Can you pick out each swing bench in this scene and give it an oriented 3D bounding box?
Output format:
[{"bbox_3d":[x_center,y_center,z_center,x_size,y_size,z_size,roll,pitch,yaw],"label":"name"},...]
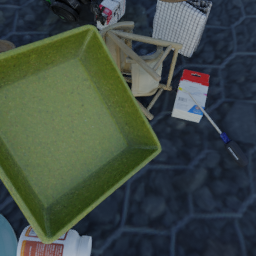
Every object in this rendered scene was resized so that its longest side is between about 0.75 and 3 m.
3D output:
[{"bbox_3d":[0.160,-1.561,7.422,1.976,1.965,1.282,30,68,13],"label":"swing bench"}]

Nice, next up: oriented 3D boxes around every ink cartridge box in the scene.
[{"bbox_3d":[1.789,-0.924,7.943,0.802,0.464,1.381,15,65,7],"label":"ink cartridge box"},{"bbox_3d":[-0.542,-3.813,9.118,0.464,0.808,1.112,32,69,8],"label":"ink cartridge box"}]

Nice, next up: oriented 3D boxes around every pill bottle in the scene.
[{"bbox_3d":[-1.556,2.602,6.075,1.447,0.812,0.812,5,65,3],"label":"pill bottle"}]

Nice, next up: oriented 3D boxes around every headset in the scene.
[{"bbox_3d":[-1.682,-4.205,8.806,1.753,1.334,2.838,-44,74,4],"label":"headset"}]

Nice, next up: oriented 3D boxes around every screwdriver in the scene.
[{"bbox_3d":[2.328,-0.023,7.300,0.339,0.353,2.427,-33,86,-20],"label":"screwdriver"}]

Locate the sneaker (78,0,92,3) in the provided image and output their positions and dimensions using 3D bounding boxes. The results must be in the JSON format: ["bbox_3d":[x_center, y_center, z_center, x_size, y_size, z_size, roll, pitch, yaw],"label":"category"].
[{"bbox_3d":[-1.950,-4.683,9.653,1.609,0.632,0.718,12,62,5],"label":"sneaker"}]

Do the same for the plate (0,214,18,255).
[{"bbox_3d":[-3.847,3.069,6.105,2.835,0.362,2.835,0,64,1],"label":"plate"}]

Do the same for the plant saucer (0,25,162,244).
[{"bbox_3d":[-1.129,-0.068,5.087,2.929,0.701,2.925,-35,99,-35],"label":"plant saucer"}]

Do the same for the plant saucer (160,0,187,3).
[{"bbox_3d":[1.126,-4.351,6.540,2.597,2.597,0.383,38,31,16],"label":"plant saucer"}]

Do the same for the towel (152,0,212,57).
[{"bbox_3d":[1.536,-3.129,8.260,1.498,1.809,0.774,33,67,13],"label":"towel"}]

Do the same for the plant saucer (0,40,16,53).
[{"bbox_3d":[-4.418,-1.546,7.793,2.889,0.426,2.889,-9,45,9],"label":"plant saucer"}]
